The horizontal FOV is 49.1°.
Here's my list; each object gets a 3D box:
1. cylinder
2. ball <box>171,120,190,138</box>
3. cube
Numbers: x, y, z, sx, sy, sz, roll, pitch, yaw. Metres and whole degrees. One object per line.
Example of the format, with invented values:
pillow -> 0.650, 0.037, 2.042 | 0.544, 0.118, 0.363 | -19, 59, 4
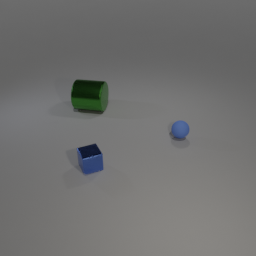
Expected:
cylinder -> -1.744, -1.515, 13.008 | 1.400, 1.400, 1.400 | 6, 32, 10
ball -> 2.057, 0.052, 10.990 | 0.700, 0.700, 0.700 | 0, 32, 0
cube -> -1.289, 1.060, 9.548 | 0.700, 0.700, 0.700 | -14, 34, -21
